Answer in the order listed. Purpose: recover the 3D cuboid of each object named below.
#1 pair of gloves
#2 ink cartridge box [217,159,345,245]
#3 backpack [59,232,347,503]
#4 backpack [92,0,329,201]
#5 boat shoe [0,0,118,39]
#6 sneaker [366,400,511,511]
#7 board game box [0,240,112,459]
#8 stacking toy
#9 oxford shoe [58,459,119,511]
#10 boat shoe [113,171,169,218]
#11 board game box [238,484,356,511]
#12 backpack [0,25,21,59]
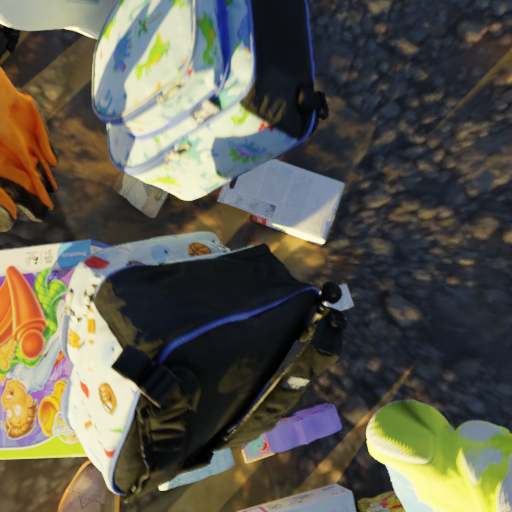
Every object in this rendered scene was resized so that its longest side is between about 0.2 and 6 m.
[{"bbox_3d":[-2.805,-0.196,5.402,0.381,2.747,3.084,18,72,2],"label":"pair of gloves"},{"bbox_3d":[0.351,-0.852,8.026,1.626,0.409,0.886,20,82,4],"label":"ink cartridge box"},{"bbox_3d":[-0.712,0.952,4.952,1.773,2.302,2.193,41,123,34],"label":"backpack"},{"bbox_3d":[-0.643,-1.677,5.300,1.553,2.114,1.934,18,57,-40],"label":"backpack"},{"bbox_3d":[-1.880,-2.668,5.414,0.990,2.890,1.041,35,120,4],"label":"boat shoe"},{"bbox_3d":[1.952,1.982,4.415,0.868,2.292,1.204,-34,120,-26],"label":"sneaker"},{"bbox_3d":[-3.549,1.247,7.126,3.688,0.826,2.479,-6,82,11],"label":"board game box"},{"bbox_3d":[-0.114,2.485,7.254,4.172,0.980,3.145,-19,82,-2],"label":"stacking toy"},{"bbox_3d":[-2.346,3.734,7.137,0.792,0.810,2.222,16,82,2],"label":"oxford shoe"},{"bbox_3d":[-0.935,-1.656,7.947,0.808,0.898,2.489,40,83,-7],"label":"boat shoe"},{"bbox_3d":[-0.175,4.313,6.747,3.249,0.556,2.184,-9,81,-17],"label":"board game box"},{"bbox_3d":[-5.141,-2.887,7.598,2.553,2.065,2.680,32,86,15],"label":"backpack"}]
